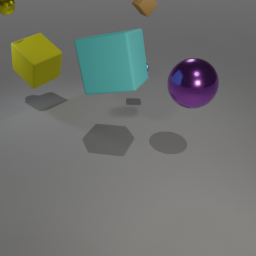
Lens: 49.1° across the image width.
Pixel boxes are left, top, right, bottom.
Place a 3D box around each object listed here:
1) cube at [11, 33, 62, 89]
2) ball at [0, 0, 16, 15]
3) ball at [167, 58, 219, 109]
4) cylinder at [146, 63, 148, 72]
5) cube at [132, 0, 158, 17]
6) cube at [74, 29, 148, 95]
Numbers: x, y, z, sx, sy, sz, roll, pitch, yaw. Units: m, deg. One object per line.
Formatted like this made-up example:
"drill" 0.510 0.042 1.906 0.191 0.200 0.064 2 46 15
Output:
"cube" -3.729 -2.748 11.478 1.400 1.400 1.400 43 53 14
"ball" -4.288 -4.297 9.734 0.700 0.700 0.700 0 30 0
"ball" 1.808 -1.240 7.834 1.400 1.400 1.400 0 30 0
"cylinder" 0.466 -2.408 11.883 0.700 0.700 0.700 5 30 -2
"cube" 0.738 -5.448 12.304 0.700 0.700 0.700 35 11 -43
"cube" -0.370 -1.773 7.433 1.400 1.400 1.400 -2 21 19
